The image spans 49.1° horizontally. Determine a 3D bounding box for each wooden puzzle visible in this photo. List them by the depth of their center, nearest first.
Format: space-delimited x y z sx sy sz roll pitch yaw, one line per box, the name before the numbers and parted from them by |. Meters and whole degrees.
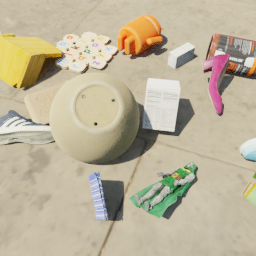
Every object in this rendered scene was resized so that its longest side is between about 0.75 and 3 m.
wooden puzzle | -2.840 -0.881 10.744 1.893 0.438 1.753 -26 55 -14

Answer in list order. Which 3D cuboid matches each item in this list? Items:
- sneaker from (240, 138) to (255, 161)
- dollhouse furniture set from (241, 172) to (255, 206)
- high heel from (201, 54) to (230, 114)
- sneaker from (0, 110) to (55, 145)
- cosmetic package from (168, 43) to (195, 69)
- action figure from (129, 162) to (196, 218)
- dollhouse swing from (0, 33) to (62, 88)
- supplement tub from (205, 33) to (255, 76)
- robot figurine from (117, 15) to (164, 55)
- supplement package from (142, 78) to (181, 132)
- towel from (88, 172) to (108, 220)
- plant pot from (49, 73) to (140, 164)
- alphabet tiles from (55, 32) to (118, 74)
sneaker | 4.909 1.205 8.639 2.653 1.055 1.732 3 53 7
dollhouse furniture set | 4.130 1.738 8.431 0.865 0.662 1.320 34 59 24
high heel | 3.531 -1.682 10.555 1.079 0.758 2.249 -14 72 19
sneaker | -3.667 -0.102 9.710 2.645 0.991 1.118 0 55 0
cosmetic package | 2.368 -3.212 12.446 1.218 0.687 0.494 -35 58 -23
action figure | 1.260 1.682 8.437 2.274 0.622 1.343 -29 31 -29
dollhouse swing | -4.387 -2.935 12.310 2.249 2.044 1.977 32 16 23
supplement tub | 4.731 -3.025 11.790 2.708 1.448 1.448 14 52 9
robot figurine | 0.583 -4.279 12.870 2.418 1.410 1.739 -41 23 -27
supplement package | 1.151 -0.828 9.762 1.128 1.497 1.136 6 25 5
towel | -0.871 1.915 7.823 0.156 0.947 1.308 -7 76 -24
plant pot | -0.973 -0.430 8.494 2.978 1.999 2.978 1 82 -8
alphabet tiles | -2.046 -3.559 13.027 2.790 0.208 2.853 20 54 14
